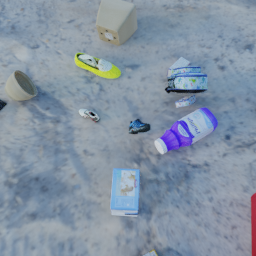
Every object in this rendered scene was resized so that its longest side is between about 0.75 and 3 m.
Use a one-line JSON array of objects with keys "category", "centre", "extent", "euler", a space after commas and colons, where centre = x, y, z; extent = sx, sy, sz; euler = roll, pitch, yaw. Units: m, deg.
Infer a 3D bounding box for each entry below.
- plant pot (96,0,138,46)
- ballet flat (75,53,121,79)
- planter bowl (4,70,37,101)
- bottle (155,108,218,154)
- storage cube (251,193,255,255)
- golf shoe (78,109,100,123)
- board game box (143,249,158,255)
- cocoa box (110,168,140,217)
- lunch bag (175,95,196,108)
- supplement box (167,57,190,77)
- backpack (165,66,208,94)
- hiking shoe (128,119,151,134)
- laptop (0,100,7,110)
[{"category": "plant pot", "centre": [-0.616, -4.751, 12.786], "extent": [1.600, 1.598, 1.416], "euler": [23, 74, 12]}, {"category": "ballet flat", "centre": [-1.341, -2.716, 12.019], "extent": [2.161, 0.724, 0.722], "euler": [21, 66, 11]}, {"category": "planter bowl", "centre": [-4.389, -1.593, 11.232], "extent": [0.818, 1.215, 1.215], "euler": [-31, 62, 13]}, {"category": "bottle", "centre": [2.122, 0.146, 10.357], "extent": [2.410, 0.787, 1.007], "euler": [-27, 68, -15]}, {"category": "storage cube", "centre": [5.089, 2.885, 7.850], "extent": [2.367, 2.489, 2.769], "euler": [10, 60, 6]}, {"category": "golf shoe", "centre": [-1.529, -0.573, 10.994], "extent": [0.967, 0.426, 0.373], "euler": [23, 64, 14]}, {"category": "board game box", "centre": [0.671, 4.805, 7.977], "extent": [1.427, 0.364, 2.106], "euler": [-25, 64, -13]}, {"category": "cocoa box", "centre": [-0.082, 2.110, 9.196], "extent": [0.908, 0.893, 1.361], "euler": [2, 61, 1]}, {"category": "lunch bag", "centre": [2.257, -1.051, 11.062], "extent": [0.811, 0.650, 0.306], "euler": [-26, 104, -42]}, {"category": "supplement box", "centre": [2.172, -2.545, 12.070], "extent": [0.489, 0.478, 0.945], "euler": [37, 67, 19]}, {"category": "backpack", "centre": [2.329, -1.865, 10.848], "extent": [1.315, 1.437, 1.056], "euler": [-5, 100, -23]}, {"category": "hiking shoe", "centre": [0.378, -0.093, 10.230], "extent": [0.457, 1.228, 0.533], "euler": [5, 80, -33]}, {"category": "laptop", "centre": [-5.415, -0.953, 11.221], "extent": [0.668, 0.389, 0.753], "euler": [29, 65, 15]}]
